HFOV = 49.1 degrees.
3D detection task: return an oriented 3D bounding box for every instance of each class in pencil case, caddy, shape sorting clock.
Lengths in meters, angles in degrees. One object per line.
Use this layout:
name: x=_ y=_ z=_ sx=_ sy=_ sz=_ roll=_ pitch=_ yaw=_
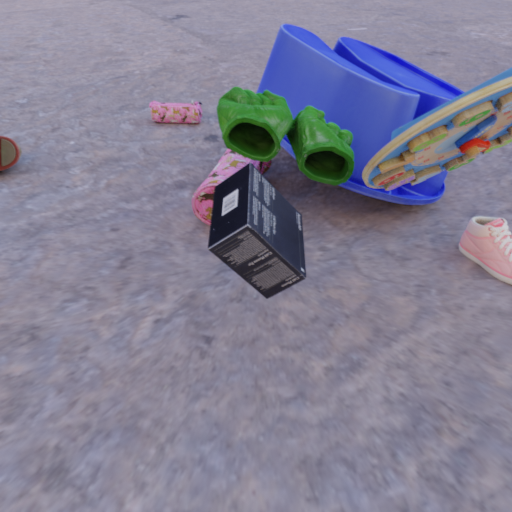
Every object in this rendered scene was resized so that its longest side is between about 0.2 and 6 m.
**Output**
pencil case: x=-0.448 y=-1.589 z=11.649 sx=1.099 sy=1.052 sz=2.540 roll=10 pitch=35 yaw=10
caddy: x=2.043 y=-2.914 z=12.134 sx=3.637 sy=2.701 sz=5.145 roll=-3 pitch=37 yaw=-32
shape sorting clock: x=2.864 y=-1.621 z=7.716 sx=2.934 sy=2.934 sz=0.576 roll=-20 pitch=77 yaw=-26
pencil case: x=-2.208 y=-3.966 z=15.429 sx=1.431 sy=0.619 sz=0.592 roll=1 pitch=18 yaw=6

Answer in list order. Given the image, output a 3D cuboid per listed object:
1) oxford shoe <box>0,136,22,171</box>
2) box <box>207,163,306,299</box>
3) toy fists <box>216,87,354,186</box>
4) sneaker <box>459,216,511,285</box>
oxford shoe: x=-6.781 y=-2.132 z=12.775 sx=2.812 sy=0.991 sz=1.052 roll=-7 pitch=11 yaw=-11
box: x=0.030 y=-0.314 z=7.082 sx=0.649 sy=1.135 sz=1.246 roll=-30 pitch=36 yaw=27
toy fists: x=0.528 y=-2.066 z=9.286 sx=2.487 sy=0.855 sz=1.268 roll=14 pitch=35 yaw=-17
sneaker: x=4.285 y=-0.136 z=9.734 sx=0.606 sy=0.842 sz=1.610 roll=-19 pitch=40 yaw=-28
